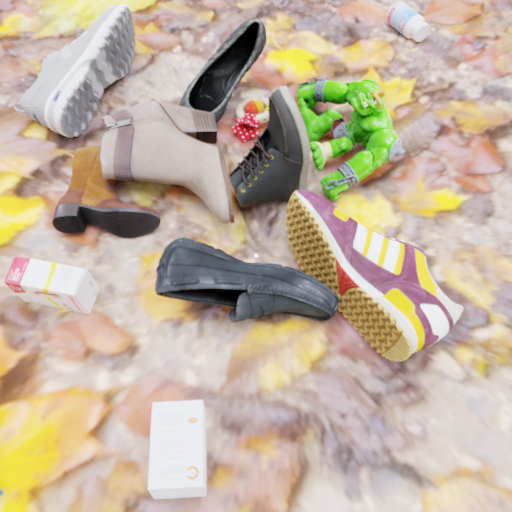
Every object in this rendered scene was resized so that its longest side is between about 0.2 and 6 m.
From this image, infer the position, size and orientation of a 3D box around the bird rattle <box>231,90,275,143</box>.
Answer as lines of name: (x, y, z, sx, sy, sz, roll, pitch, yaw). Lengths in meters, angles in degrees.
bird rattle: (0.008, -2.713, 10.830, 1.182, 0.666, 0.964, -32, 49, -6)

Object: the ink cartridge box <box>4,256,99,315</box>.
ink cartridge box: (-3.012, 0.444, 8.336, 1.100, 0.798, 0.459, 10, 64, 6)

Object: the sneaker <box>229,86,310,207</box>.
sneaker: (0.145, -1.549, 8.837, 1.231, 2.317, 0.867, -16, 56, -4)

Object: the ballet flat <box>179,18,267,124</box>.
ballet flat: (-0.733, -3.325, 10.481, 0.878, 0.750, 2.641, 33, 92, 0)

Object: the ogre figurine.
ogre figurine: (1.665, -2.331, 10.107, 1.541, 1.261, 2.571, -17, 40, 10)

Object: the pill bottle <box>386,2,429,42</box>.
pill bottle: (3.372, -5.174, 12.423, 0.524, 0.524, 0.964, -25, 57, -16)

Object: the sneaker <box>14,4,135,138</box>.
sneaker: (-3.519, -3.902, 11.087, 1.400, 1.276, 3.415, 16, 57, 11)

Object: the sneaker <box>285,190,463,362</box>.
sneaker: (1.693, 0.093, 8.523, 1.396, 1.161, 3.098, -24, 64, -26)

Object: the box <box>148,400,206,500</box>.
box: (-0.982, 2.457, 7.128, 0.675, 0.529, 1.086, -2, 55, -2)

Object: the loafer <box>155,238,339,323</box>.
loafer: (-0.136, 0.558, 8.115, 2.693, 0.914, 0.945, 16, 62, -6)

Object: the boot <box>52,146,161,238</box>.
boot: (-2.454, -1.173, 9.752, 1.800, 0.655, 1.912, -4, 48, 7)

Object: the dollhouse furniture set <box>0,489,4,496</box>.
dollhouse furniture set: (-3.718, 3.023, 6.218, 1.385, 1.377, 1.965, 33, 62, 21)

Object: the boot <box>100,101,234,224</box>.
boot: (-1.583, -1.559, 9.546, 2.050, 0.985, 2.804, -8, 53, -10)
